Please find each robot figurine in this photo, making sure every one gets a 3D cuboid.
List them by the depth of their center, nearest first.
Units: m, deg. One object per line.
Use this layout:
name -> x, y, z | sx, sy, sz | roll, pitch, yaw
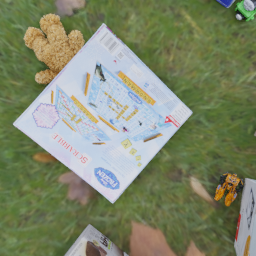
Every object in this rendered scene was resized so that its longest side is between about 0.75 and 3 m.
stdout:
robot figurine -> 2.511, 1.504, 6.983 | 0.587, 0.236, 0.810 | 25, 104, 21

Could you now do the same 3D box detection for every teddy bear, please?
teddy bear -> -1.722, -1.797, 7.005 | 1.605, 0.739, 2.213 | -19, 88, 1

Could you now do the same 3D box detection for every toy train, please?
toy train -> 3.829, -3.796, 7.059 | 2.777, 0.783, 0.580 | -44, 88, -2

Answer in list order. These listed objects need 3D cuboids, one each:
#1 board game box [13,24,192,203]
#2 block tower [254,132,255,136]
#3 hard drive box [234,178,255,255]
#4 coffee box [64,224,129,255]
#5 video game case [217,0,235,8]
board game box -> -0.498, -0.267, 6.611 | 2.953, 0.608, 2.946 | 43, 88, -14
block tower -> 4.248, -0.974, 6.926 | 0.858, 0.801, 2.967 | 26, 88, 2
hard drive box -> 2.932, 2.090, 5.940 | 0.894, 2.327, 1.813 | 10, 85, 18
coffee box -> -0.427, 3.748, 6.613 | 2.549, 1.018, 1.441 | 38, 88, 2
video game case -> 2.326, -4.774, 7.201 | 2.503, 0.569, 2.269 | 38, 88, 2
